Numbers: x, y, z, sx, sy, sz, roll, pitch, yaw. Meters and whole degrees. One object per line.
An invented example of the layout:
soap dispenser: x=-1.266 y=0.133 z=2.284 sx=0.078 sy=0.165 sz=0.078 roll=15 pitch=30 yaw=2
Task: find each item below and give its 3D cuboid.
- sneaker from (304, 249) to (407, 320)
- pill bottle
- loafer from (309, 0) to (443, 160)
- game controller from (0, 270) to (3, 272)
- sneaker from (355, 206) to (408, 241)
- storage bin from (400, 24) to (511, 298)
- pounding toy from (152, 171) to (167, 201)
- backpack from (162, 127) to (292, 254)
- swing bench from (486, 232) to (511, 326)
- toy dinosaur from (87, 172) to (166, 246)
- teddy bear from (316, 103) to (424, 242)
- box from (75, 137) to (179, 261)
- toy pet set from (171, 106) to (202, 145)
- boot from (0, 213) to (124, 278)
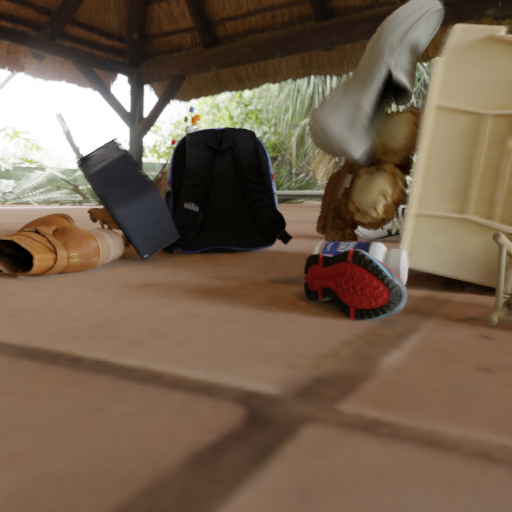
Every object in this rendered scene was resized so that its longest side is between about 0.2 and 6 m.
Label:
sneaker: x=1.084 y=0.220 z=5.523 sx=0.765 sy=0.635 sz=1.601 roll=0 pitch=7 yaw=-19
pill bottle: x=1.200 y=0.121 z=6.509 sx=1.029 sy=0.571 sz=0.571 roll=2 pitch=7 yaw=25
loafer: x=1.566 y=-2.086 z=6.660 sx=0.798 sy=2.287 sz=0.800 roll=35 pitch=-4 yaw=30
game controller: x=-4.651 y=0.069 z=8.223 sx=2.187 sy=0.461 sz=1.141 roll=-2 pitch=22 yaw=-17
sneaker: x=3.383 y=-0.763 z=12.607 sx=2.334 sy=0.932 sz=1.519 roll=9 pitch=-4 yaw=-10
storage bin: x=2.980 y=-1.188 z=7.336 sx=1.341 sy=2.841 sz=2.861 roll=13 pitch=11 yaw=23
pounding toy: x=-1.671 y=-1.484 z=12.865 sx=2.626 sy=2.307 sz=1.201 roll=4 pitch=8 yaw=34
backpack: x=-0.686 y=-1.258 z=10.848 sx=2.449 sy=2.332 sz=1.886 roll=-3 pitch=6 yaw=-16
swing bench: x=2.830 y=0.242 z=4.778 sx=1.229 sy=0.802 sz=1.236 roll=6 pitch=3 yaw=45
toy dinosaur: x=-2.764 y=-0.839 z=11.473 sx=2.310 sy=1.227 sz=0.698 roll=-13 pitch=-1 yaw=32
teddy bear: x=1.693 y=-0.944 z=8.027 sx=1.048 sy=2.275 sz=3.138 roll=16 pitch=-24 yaw=-2
box: x=-2.034 y=-0.887 z=9.036 sx=0.762 sy=1.334 sz=1.465 roll=-35 pitch=-27 yaw=-12
toy pet set: x=-1.345 y=-2.502 z=12.636 sx=0.650 sy=1.143 sz=1.224 roll=6 pitch=-34 yaw=-30
boot: x=-3.255 y=-0.092 z=8.176 sx=2.172 sy=0.833 sz=1.686 roll=12 pitch=15 yaw=27
